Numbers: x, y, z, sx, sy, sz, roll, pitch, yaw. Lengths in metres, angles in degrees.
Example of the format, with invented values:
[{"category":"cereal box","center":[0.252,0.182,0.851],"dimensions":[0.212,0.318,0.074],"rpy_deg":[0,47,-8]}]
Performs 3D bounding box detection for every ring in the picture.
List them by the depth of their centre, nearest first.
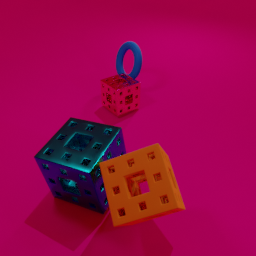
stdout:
[{"category":"ring","center":[0.013,-2.168,9.208],"dimensions":[0.264,1.321,1.321],"rpy_deg":[-4,35,-35]}]

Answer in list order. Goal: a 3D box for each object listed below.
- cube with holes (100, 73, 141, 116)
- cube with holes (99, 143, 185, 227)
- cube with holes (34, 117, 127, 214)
[{"category":"cube with holes","center":[-0.234,-1.059,8.732],"dimensions":[0.883,0.883,0.883],"rpy_deg":[-24,41,-30]},{"category":"cube with holes","center":[0.287,1.057,4.992],"dimensions":[1.071,1.071,1.071],"rpy_deg":[-20,68,11]},{"category":"cube with holes","center":[-0.902,0.768,6.046],"dimensions":[1.309,1.309,1.309],"rpy_deg":[11,44,24]}]
